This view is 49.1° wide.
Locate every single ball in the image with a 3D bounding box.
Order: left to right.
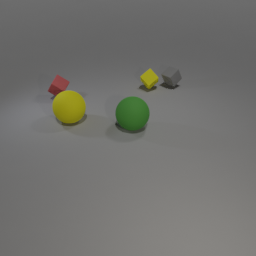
[{"bbox_3d":[-2.508,-0.897,11.960,1.400,1.400,1.400,0,31,0],"label":"ball"},{"bbox_3d":[0.185,-0.593,11.470,1.400,1.400,1.400,0,31,0],"label":"ball"}]

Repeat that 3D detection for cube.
[{"bbox_3d":[-3.408,-2.038,13.764,0.700,0.700,0.700,30,52,-16],"label":"cube"},{"bbox_3d":[1.143,-2.607,14.927,0.700,0.700,0.700,-40,81,-1],"label":"cube"},{"bbox_3d":[2.357,-2.789,15.138,0.700,0.700,0.700,-46,45,-12],"label":"cube"}]
